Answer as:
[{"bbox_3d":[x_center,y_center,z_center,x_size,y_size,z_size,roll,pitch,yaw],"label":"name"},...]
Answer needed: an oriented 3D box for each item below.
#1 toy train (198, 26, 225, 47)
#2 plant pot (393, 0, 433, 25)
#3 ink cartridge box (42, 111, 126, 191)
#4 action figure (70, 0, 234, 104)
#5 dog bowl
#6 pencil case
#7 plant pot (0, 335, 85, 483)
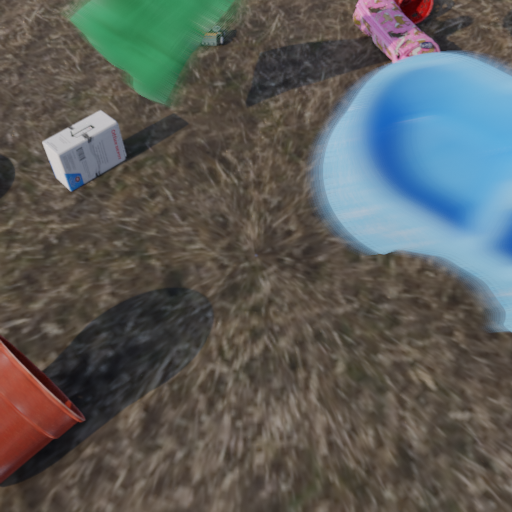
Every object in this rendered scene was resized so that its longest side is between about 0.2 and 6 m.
[{"bbox_3d":[-1.014,-4.501,11.506,0.731,0.311,0.416,3,65,0],"label":"toy train"},{"bbox_3d":[3.251,-5.419,11.904,0.792,0.792,0.721,-8,44,-6],"label":"plant pot"},{"bbox_3d":[-2.737,-1.696,9.031,0.469,0.813,1.113,38,61,26],"label":"ink cartridge box"},{"bbox_3d":[-1.092,-3.434,7.484,1.762,2.983,0.816,36,54,-26],"label":"action figure"},{"bbox_3d":[2.353,-0.589,5.303,3.642,0.903,2.030,32,82,13],"label":"dog bowl"},{"bbox_3d":[2.703,-4.312,10.959,0.909,0.950,2.195,-26,54,6],"label":"pencil case"},{"bbox_3d":[-2.892,1.817,6.120,1.415,1.415,1.376,36,69,24],"label":"plant pot"}]
